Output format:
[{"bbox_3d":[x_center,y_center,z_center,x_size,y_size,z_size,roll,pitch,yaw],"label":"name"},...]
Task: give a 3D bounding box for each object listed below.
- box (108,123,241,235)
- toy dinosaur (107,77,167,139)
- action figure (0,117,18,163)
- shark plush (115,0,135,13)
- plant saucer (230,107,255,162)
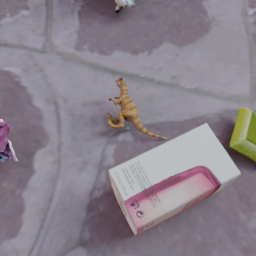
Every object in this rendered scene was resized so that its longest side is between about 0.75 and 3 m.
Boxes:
[{"bbox_3d":[0.968,1.233,6.474,2.501,1.599,1.363,-24,67,-10],"label":"box"},{"bbox_3d":[0.044,-0.353,7.681,1.156,0.657,2.176,-29,87,11],"label":"toy dinosaur"},{"bbox_3d":[-3.233,0.172,7.123,0.962,0.865,1.292,2,48,-7],"label":"action figure"},{"bbox_3d":[-0.036,-4.621,9.916,0.724,0.790,1.739,-1,35,10],"label":"shark plush"},{"bbox_3d":[3.477,0.207,7.406,1.350,0.323,1.348,29,63,-6],"label":"plant saucer"}]
